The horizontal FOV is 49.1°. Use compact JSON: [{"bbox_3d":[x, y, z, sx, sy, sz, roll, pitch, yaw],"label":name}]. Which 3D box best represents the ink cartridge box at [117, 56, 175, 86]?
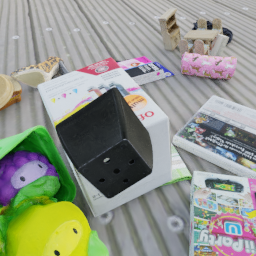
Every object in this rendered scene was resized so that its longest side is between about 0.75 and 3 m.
[{"bbox_3d":[0.304,-2.019,10.075,2.615,0.485,1.238,-18,43,-24],"label":"ink cartridge box"}]

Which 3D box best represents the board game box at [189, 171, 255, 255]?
[{"bbox_3d":[1.972,1.925,5.065,1.668,0.727,2.261,6,40,8],"label":"board game box"}]

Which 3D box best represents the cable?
[{"bbox_3d":[3.880,-4.457,12.894,1.873,0.583,2.295,12,40,14],"label":"cable"}]

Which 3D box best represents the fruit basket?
[{"bbox_3d":[-1.769,1.564,4.636,3.052,2.201,3.052,-14,31,8],"label":"fruit basket"}]

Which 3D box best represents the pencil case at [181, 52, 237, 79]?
[{"bbox_3d":[2.847,-2.248,10.055,1.916,0.793,0.829,8,26,11],"label":"pencil case"}]

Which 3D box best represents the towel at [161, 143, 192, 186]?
[{"bbox_3d":[0.747,0.748,6.864,1.129,0.232,1.514,-12,41,-13],"label":"towel"}]

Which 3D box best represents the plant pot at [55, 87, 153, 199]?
[{"bbox_3d":[-0.251,0.289,3.916,1.089,1.092,0.968,-33,34,6],"label":"plant pot"}]

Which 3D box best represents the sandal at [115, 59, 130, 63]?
[{"bbox_3d":[-0.079,-2.522,10.821,0.961,0.230,0.361,7,40,8],"label":"sandal"}]

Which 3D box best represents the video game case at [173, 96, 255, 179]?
[{"bbox_3d":[2.996,0.234,7.430,2.765,0.323,2.513,26,46,27],"label":"video game case"}]

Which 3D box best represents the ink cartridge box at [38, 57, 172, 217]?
[{"bbox_3d":[-0.506,0.092,6.161,1.929,1.920,2.655,-24,45,-14],"label":"ink cartridge box"}]

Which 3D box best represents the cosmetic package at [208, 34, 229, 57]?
[{"bbox_3d":[3.559,-3.231,11.092,0.461,0.892,0.389,-4,34,-41],"label":"cosmetic package"}]

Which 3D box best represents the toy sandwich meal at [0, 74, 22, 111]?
[{"bbox_3d":[-4.384,-0.928,8.586,2.131,0.730,2.131,0,50,1],"label":"toy sandwich meal"}]

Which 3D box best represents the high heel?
[{"bbox_3d":[-3.140,-2.076,9.759,2.112,0.754,1.505,-7,43,-36],"label":"high heel"}]

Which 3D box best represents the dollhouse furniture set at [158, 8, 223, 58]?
[{"bbox_3d":[2.453,-3.885,11.128,2.121,1.409,1.859,15,51,35],"label":"dollhouse furniture set"}]
